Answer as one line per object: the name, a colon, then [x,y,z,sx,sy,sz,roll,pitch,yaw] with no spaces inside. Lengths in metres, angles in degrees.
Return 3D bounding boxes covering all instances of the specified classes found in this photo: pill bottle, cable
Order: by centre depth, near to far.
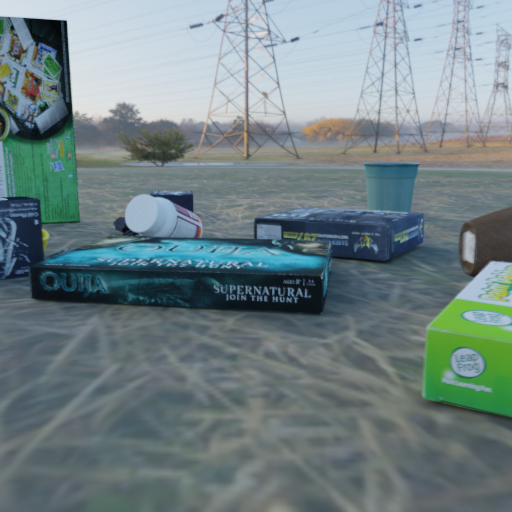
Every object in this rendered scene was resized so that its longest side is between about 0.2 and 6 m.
pill bottle: [-1.452,-0.512,8.890,0.714,0.714,1.304,5,-9,25]
cable: [-1.982,-0.526,10.978,1.343,0.418,1.646,-1,8,-34]

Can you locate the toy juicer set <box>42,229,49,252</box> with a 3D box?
toy juicer set: [-4.349,-0.321,8.189,1.420,0.607,2.232,34,31,33]

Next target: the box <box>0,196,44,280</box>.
box: [-3.513,-0.242,7.563,1.069,1.051,0.663,-10,15,-41]

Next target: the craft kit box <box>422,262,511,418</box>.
craft kit box: [2.941,0.656,4.257,2.661,0.654,2.695,4,11,30]

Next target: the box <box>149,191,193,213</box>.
box: [-2.120,-1.296,14.110,1.069,0.611,1.174,0,11,-8]

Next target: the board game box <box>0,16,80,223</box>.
board game box: [-5.221,-2.902,12.389,2.321,4.429,0.520,-3,12,-19]

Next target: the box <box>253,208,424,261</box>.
box: [1.451,-0.432,9.671,2.414,0.616,1.903,6,14,31]

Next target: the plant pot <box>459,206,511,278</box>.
plant pot: [3.068,-0.098,6.367,1.331,1.244,1.244,0,11,3]

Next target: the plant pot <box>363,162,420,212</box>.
plant pot: [3.329,-1.628,13.890,1.383,1.354,1.383,-1,10,0]

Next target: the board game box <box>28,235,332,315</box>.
board game box: [-0.748,0.142,7.132,3.335,0.470,2.256,2,11,9]
